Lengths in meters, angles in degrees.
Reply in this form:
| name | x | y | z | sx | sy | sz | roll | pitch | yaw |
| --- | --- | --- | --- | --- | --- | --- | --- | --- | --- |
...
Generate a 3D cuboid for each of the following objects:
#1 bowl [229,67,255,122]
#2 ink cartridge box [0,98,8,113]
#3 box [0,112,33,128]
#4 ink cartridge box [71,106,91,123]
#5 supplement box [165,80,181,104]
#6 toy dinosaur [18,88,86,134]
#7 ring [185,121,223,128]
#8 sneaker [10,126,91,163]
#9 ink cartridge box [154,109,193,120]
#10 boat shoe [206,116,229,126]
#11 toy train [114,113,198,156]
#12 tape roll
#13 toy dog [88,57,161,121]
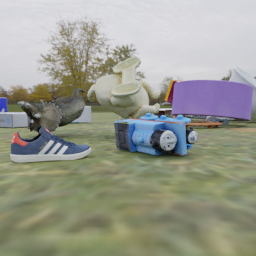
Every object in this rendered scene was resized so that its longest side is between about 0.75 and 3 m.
| name | x | y | z | sx | sy | sz | roll | pitch | yaw |
| --- | --- | --- | --- | --- | --- | --- | --- | --- | --- |
| bowl | 5.359 | -1.201 | 12.045 | 3.010 | 1.353 | 3.010 | 29 | 26 | -16 |
| ink cartridge box | -5.702 | -0.645 | 10.366 | 1.808 | 1.012 | 2.651 | 3 | 7 | 44 |
| box | -3.525 | -0.312 | 9.588 | 1.773 | 0.468 | 2.275 | 3 | 6 | 32 |
| ink cartridge box | -2.424 | -0.567 | 11.729 | 1.197 | 0.702 | 1.635 | -3 | 6 | -33 |
| supplement box | 3.268 | -1.350 | 13.240 | 1.436 | 1.115 | 2.603 | -5 | 27 | -46 |
| toy dinosaur | -1.401 | -0.320 | 5.734 | 1.099 | 0.827 | 2.149 | 9 | 17 | 31 |
| ring | 2.072 | -0.105 | 8.834 | 1.729 | 0.166 | 1.729 | 0 | 3 | 0 |
| sneaker | -0.831 | 0.164 | 3.103 | 0.876 | 0.370 | 0.328 | -1 | 4 | -28 |
| ink cartridge box | 1.964 | -0.623 | 13.438 | 1.289 | 0.596 | 2.366 | 5 | 7 | 44 |
| boat shoe | 3.029 | -0.254 | 9.739 | 0.908 | 0.335 | 0.387 | 2 | 2 | -22 |
| toy train | 0.331 | 0.095 | 3.614 | 0.647 | 0.491 | 1.132 | -14 | 13 | -34 |
| tape roll | 2.809 | -0.867 | 9.499 | 2.577 | 1.095 | 2.577 | 6 | 1 | 0 |
| toy dog | 0.013 | -0.429 | 5.445 | 1.324 | 0.953 | 1.365 | -22 | -44 | 13 |
